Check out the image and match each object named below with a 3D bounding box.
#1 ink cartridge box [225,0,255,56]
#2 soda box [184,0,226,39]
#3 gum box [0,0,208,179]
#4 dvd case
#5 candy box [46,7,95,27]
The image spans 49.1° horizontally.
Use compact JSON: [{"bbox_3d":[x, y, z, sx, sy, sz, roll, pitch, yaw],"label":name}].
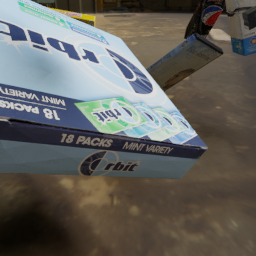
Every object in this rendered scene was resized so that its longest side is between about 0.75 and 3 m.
[{"bbox_3d":[3.412,-3.071,7.297,1.413,1.954,0.823,-16,22,5],"label":"ink cartridge box"},{"bbox_3d":[2.804,-4.122,9.706,0.753,2.378,0.841,21,51,-3],"label":"soda box"},{"bbox_3d":[-0.696,-0.678,3.760,2.527,0.663,2.975,10,35,-38],"label":"gum box"},{"bbox_3d":[1.093,-1.363,6.292,1.807,0.159,1.289,-31,-22,35],"label":"dvd case"},{"bbox_3d":[-1.768,-2.775,7.557,1.751,0.895,0.231,9,63,-4],"label":"candy box"}]
